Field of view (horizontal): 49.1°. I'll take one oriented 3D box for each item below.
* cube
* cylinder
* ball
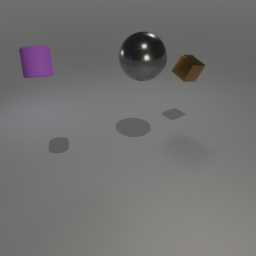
[{"bbox_3d":[2.127,-2.110,9.885,0.700,0.700,0.700,-11,49,-42],"label":"cube"},{"bbox_3d":[-2.213,-1.590,6.773,0.700,0.700,0.700,-6,11,1],"label":"cylinder"},{"bbox_3d":[0.431,-2.067,8.150,1.400,1.400,1.400,0,30,0],"label":"ball"}]
